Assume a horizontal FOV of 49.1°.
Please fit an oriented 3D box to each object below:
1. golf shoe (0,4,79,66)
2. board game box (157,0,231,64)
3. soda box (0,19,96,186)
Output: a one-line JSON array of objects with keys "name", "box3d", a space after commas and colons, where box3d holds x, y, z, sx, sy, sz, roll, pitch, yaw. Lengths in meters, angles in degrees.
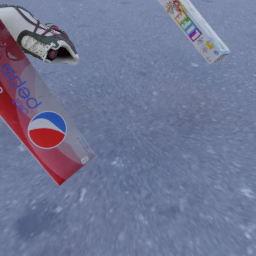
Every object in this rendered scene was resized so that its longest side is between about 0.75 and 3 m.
[{"name": "golf shoe", "box3d": [-2.647, -2.557, 7.995, 1.313, 1.151, 2.981, 48, 28, 26]}, {"name": "board game box", "box3d": [1.995, -3.193, 8.567, 2.742, 0.469, 1.843, 53, 31, 5]}, {"name": "soda box", "box3d": [-1.622, -0.352, 4.461, 0.826, 2.606, 0.912, -39, 25, -16]}]
